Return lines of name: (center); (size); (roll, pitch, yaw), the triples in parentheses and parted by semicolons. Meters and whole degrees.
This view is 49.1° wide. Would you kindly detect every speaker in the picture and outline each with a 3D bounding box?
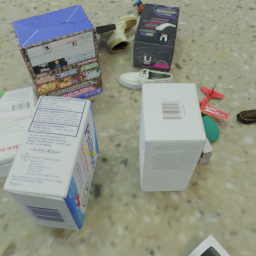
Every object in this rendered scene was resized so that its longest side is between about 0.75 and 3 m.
speaker: (2.453, 3.693, 6.758); (0.847, 0.847, 2.087); (-32, 62, -20)

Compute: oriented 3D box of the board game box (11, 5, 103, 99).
board game box: (-2.269, -2.304, 9.639); (2.316, 2.905, 1.407); (-20, 58, -13)

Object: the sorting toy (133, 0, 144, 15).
sorting toy: (0.536, -5.897, 13.661); (0.420, 0.615, 1.024); (-30, 45, 21)

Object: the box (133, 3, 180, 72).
box: (1.185, -3.761, 11.586); (1.578, 1.369, 2.581); (10, 56, 7)

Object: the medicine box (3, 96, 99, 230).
medicine box: (-1.807, 0.984, 7.606); (1.422, 2.516, 2.762); (6, 56, 4)

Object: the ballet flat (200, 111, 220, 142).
ballet flat: (2.200, -0.327, 9.186); (0.754, 2.197, 0.692); (-49, 27, 7)

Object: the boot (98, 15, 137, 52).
boot: (-0.205, -4.107, 12.260); (1.887, 0.680, 1.459); (-26, 58, -10)

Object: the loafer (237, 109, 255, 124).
loafer: (4.538, -0.497, 9.858); (1.403, 0.500, 0.512); (-5, 55, -4)

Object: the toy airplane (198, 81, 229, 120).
toy airplane: (2.768, -0.980, 10.259); (2.144, 0.394, 2.144); (-2, 52, 2)

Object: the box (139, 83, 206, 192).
box: (1.057, 0.385, 7.792); (1.403, 2.878, 1.790); (0, 55, 0)

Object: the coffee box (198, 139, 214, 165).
coffee box: (2.364, 0.760, 8.792); (0.328, 0.821, 0.464); (-13, 56, -7)

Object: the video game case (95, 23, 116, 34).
video game case: (-1.772, -3.805, 11.262); (1.994, 0.281, 2.207); (-4, 21, 22)

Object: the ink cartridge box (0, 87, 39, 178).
ink cartridge box: (-3.746, 0.130, 9.034); (1.905, 1.147, 2.621); (-13, 55, -8)

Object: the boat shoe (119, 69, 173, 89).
boat shoe: (0.698, -1.961, 10.752); (2.089, 0.697, 0.768); (4, 55, 3)
